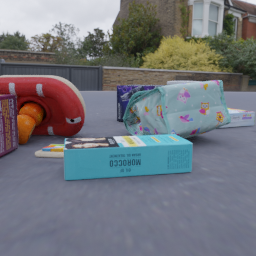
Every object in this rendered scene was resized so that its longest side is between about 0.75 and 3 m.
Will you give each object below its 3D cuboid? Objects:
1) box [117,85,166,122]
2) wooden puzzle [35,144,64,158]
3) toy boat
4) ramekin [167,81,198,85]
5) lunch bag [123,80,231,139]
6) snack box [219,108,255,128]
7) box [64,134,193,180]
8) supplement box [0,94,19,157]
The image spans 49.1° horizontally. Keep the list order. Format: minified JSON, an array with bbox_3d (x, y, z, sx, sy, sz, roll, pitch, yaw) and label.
[{"bbox_3d":[0.596,-0.945,11.026,2.029,1.501,1.058,7,12,42],"label":"box"},{"bbox_3d":[-1.573,0.488,6.414,0.828,0.167,0.895,1,10,5],"label":"wooden puzzle"},{"bbox_3d":[-2.667,-0.326,7.749,2.899,1.892,1.895,0,40,5],"label":"toy boat"},{"bbox_3d":[2.509,-1.320,11.191,1.957,0.954,1.957,4,6,0],"label":"ramekin"},{"bbox_3d":[1.215,-0.421,7.961,2.116,1.514,2.484,-10,-2,-24],"label":"lunch bag"},{"bbox_3d":[3.401,-0.406,10.543,2.149,0.569,1.528,-4,10,-22],"label":"snack box"},{"bbox_3d":[-0.034,0.493,5.193,2.247,0.552,0.925,-2,10,-11],"label":"box"},{"bbox_3d":[-3.533,0.043,5.415,1.717,1.354,2.623,1,9,5],"label":"supplement box"}]
